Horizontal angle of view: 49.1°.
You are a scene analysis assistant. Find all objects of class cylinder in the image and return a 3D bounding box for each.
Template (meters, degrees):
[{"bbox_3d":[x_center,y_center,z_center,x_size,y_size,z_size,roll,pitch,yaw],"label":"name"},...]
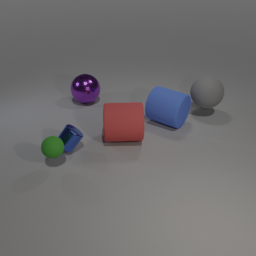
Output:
[{"bbox_3d":[-0.158,-0.218,10.156,1.400,1.400,1.400,-2,29,-1],"label":"cylinder"},{"bbox_3d":[1.626,-0.852,11.353,1.400,1.400,1.400,21,36,28],"label":"cylinder"},{"bbox_3d":[-2.015,0.349,9.648,0.700,0.700,0.700,36,11,-8],"label":"cylinder"}]

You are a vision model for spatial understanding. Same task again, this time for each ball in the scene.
[{"bbox_3d":[-2.350,0.598,8.737,0.700,0.700,0.700,0,29,0],"label":"ball"},{"bbox_3d":[3.381,-1.533,11.975,1.400,1.400,1.400,0,29,0],"label":"ball"},{"bbox_3d":[-2.005,-1.849,13.232,1.400,1.400,1.400,0,29,0],"label":"ball"}]
